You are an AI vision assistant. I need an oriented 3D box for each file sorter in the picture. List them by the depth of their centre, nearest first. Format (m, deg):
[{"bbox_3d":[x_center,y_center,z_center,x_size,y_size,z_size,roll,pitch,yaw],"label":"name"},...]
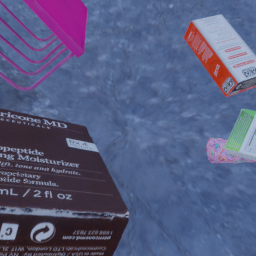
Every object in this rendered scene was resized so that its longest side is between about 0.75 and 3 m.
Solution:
[{"bbox_3d":[-2.019,-2.257,5.703,1.595,1.768,2.544,-32,36,19],"label":"file sorter"}]

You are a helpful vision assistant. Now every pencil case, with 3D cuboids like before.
[{"bbox_3d":[1.733,0.341,4.309,0.992,0.434,0.434,0,69,0],"label":"pencil case"}]

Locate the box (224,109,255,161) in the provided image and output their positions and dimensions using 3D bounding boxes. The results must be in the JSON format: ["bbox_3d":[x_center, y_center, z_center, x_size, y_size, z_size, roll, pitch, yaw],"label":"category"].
[{"bbox_3d":[1.933,0.144,3.839,0.991,0.180,0.715,18,69,38],"label":"box"}]

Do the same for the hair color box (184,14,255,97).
[{"bbox_3d":[1.596,-1.233,4.667,0.692,0.418,1.364,-19,66,-20],"label":"hair color box"}]

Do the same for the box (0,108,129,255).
[{"bbox_3d":[-1.586,1.180,4.090,2.084,2.511,2.062,12,110,-26],"label":"box"}]
